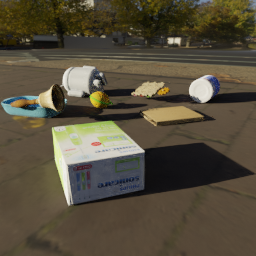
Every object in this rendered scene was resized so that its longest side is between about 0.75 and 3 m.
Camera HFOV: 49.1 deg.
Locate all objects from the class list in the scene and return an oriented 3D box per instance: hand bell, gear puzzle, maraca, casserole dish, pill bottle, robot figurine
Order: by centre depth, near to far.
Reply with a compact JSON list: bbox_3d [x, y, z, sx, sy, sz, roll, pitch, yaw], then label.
[{"bbox_3d":[-2.768,-0.769,8.321,1.575,0.820,0.820,-7,17,14],"label":"hand bell"},{"bbox_3d":[-3.053,-0.701,9.237,2.198,0.426,1.331,5,20,17],"label":"casserole dish"},{"bbox_3d":[-0.929,-0.990,9.911,0.712,0.555,1.038,34,15,19],"label":"maraca"},{"bbox_3d":[0.963,-1.422,10.692,0.907,0.229,1.750,-43,30,-23],"label":"gear puzzle"},{"bbox_3d":[3.104,-1.586,11.061,0.921,0.921,1.644,11,21,28],"label":"pill bottle"},{"bbox_3d":[-1.899,-1.984,11.854,2.005,1.132,1.701,8,54,22],"label":"robot figurine"}]

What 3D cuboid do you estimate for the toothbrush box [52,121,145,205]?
[{"bbox_3d":[-0.621,0.518,5.144,1.288,0.761,1.769,-7,22,-19],"label":"toothbrush box"}]

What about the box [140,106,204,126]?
[{"bbox_3d":[1.328,-0.395,8.721,1.589,0.169,1.299,-6,20,-18],"label":"box"}]
